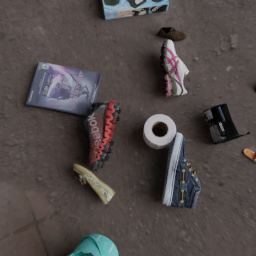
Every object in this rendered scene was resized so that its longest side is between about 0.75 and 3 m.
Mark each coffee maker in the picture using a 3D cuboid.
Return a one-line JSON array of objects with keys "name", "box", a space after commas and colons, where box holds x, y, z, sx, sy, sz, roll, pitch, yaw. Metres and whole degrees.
[{"name": "coffee maker", "box": [3.711, -0.185, 10.815, 1.340, 0.940, 1.395, -11, 76, -20]}]

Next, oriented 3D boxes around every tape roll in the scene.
[{"name": "tape roll", "box": [1.179, 0.149, 10.693, 1.198, 0.823, 1.198, 0, 75, 0]}]

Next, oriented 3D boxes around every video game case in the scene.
[{"name": "video game case", "box": [-2.596, -1.584, 11.447, 2.698, 0.256, 1.928, 10, 76, 4]}]

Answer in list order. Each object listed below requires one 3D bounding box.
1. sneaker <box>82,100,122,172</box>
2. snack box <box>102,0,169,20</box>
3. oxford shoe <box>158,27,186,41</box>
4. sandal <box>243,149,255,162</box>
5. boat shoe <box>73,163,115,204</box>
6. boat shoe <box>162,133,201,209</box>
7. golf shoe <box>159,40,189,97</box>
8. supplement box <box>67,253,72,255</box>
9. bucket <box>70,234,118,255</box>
[{"name": "sneaker", "box": [-1.171, 0.215, 10.612, 1.360, 0.984, 2.783, 11, 79, 9]}, {"name": "snack box", "box": [0.249, -5.826, 12.397, 2.815, 0.522, 1.635, -9, 76, -2]}, {"name": "oxford shoe", "box": [1.919, -4.028, 11.947, 1.205, 0.509, 0.438, 9, 74, 1]}, {"name": "sandal", "box": [4.881, 1.090, 10.737, 0.920, 0.264, 0.353, 28, 77, 7]}, {"name": "boat shoe", "box": [-1.349, 2.007, 10.282, 1.878, 0.688, 0.589, 36, 75, 8]}, {"name": "boat shoe", "box": [2.061, 1.578, 10.315, 1.224, 0.954, 2.696, 10, 83, 2]}, {"name": "golf shoe", "box": [1.873, -2.430, 11.390, 1.096, 0.864, 2.380, -5, 84, -5]}, {"name": "supplement box", "box": [-2.429, 5.128, 9.578, 1.587, 0.483, 0.864, -33, 79, -7]}, {"name": "bucket", "box": [-1.126, 4.355, 9.156, 1.598, 1.040, 1.598, 5, 107, 16]}]
